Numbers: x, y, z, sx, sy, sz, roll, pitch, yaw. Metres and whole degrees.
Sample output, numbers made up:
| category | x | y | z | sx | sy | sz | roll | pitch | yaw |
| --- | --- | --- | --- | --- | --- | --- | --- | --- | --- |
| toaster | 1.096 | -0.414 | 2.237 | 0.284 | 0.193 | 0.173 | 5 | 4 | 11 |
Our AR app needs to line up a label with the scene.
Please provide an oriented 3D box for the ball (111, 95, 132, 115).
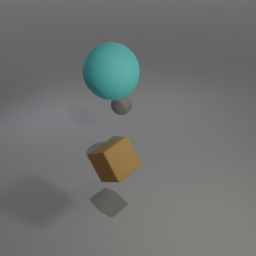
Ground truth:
| category | x | y | z | sx | sy | sz | roll | pitch | yaw |
| --- | --- | --- | --- | --- | --- | --- | --- | --- | --- |
| ball | -0.214 | -0.773 | 9.196 | 0.700 | 0.700 | 0.700 | 0 | 29 | 0 |

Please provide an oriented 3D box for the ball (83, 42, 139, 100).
| category | x | y | z | sx | sy | sz | roll | pitch | yaw |
| --- | --- | --- | --- | --- | --- | --- | --- | --- | --- |
| ball | -0.420 | -1.397 | 6.948 | 1.400 | 1.400 | 1.400 | 0 | 29 | 0 |

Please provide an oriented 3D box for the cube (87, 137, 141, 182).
| category | x | y | z | sx | sy | sz | roll | pitch | yaw |
| --- | --- | --- | --- | --- | --- | --- | --- | --- | --- |
| cube | -0.297 | 0.679 | 5.983 | 0.700 | 0.700 | 0.700 | -33 | 12 | -35 |
